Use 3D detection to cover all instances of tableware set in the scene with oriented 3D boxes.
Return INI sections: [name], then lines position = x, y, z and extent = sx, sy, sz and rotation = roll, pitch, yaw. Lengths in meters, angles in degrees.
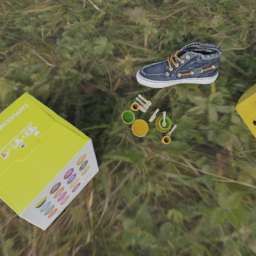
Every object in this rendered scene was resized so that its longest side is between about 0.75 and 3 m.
[tableware set]
position = 0.635, -0.150, 8.095
extent = 1.600, 0.246, 1.078
rotation = 40, 75, -10

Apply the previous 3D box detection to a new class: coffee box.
[coffee box]
position = -2.255, 0.852, 6.843
extent = 2.113, 2.090, 2.110
rotation = 35, 67, 16

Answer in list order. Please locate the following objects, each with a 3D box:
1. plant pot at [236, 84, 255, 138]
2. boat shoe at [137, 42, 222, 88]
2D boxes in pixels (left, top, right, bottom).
[plant pot]
position = 4.067, -0.570, 7.433
extent = 1.676, 1.900, 1.901
rotation = -22, 76, -37
[boat shoe]
position = 1.593, -2.075, 8.969
extent = 2.676, 1.215, 0.947
rotation = -4, 53, 2
